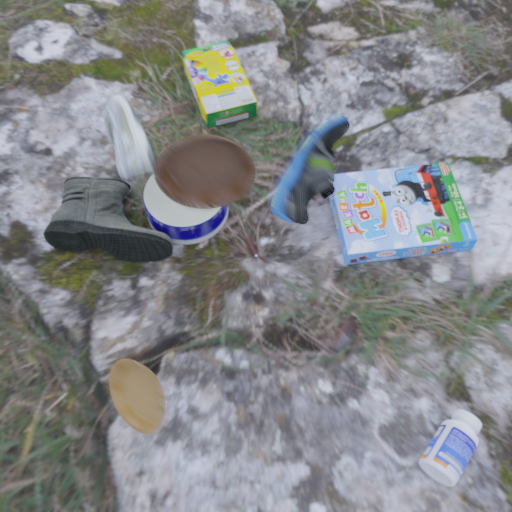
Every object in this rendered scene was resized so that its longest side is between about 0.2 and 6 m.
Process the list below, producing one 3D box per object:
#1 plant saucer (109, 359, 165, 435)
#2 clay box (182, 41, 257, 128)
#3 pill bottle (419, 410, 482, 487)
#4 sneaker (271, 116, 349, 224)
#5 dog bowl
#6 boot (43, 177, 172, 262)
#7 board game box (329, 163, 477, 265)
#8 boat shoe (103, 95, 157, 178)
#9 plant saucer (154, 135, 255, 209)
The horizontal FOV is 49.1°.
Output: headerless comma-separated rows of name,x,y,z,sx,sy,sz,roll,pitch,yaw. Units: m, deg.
plant saucer,-1.743,2.074,8.401,1.190,1.190,0.211,43,35,21
clay box,-0.849,-3.879,12.524,1.184,0.491,2.062,-16,62,-9
pill bottle,3.020,2.918,8.600,0.598,0.598,1.067,35,66,18
sneaker,1.053,-1.488,9.821,0.882,0.755,2.129,30,81,-2
dog bowl,-1.350,-1.053,10.841,1.601,0.630,1.601,0,60,0
boot,-2.670,-0.831,10.654,2.480,0.840,1.620,8,55,3
board game box,2.748,-0.850,10.826,2.463,0.451,1.863,-7,61,-3
boat shoe,-2.360,-2.134,9.934,0.708,0.813,2.207,-26,50,-8
plant saucer,-0.781,-1.325,8.564,1.525,1.525,0.279,-4,52,-2
